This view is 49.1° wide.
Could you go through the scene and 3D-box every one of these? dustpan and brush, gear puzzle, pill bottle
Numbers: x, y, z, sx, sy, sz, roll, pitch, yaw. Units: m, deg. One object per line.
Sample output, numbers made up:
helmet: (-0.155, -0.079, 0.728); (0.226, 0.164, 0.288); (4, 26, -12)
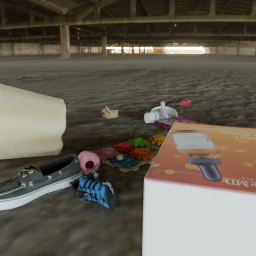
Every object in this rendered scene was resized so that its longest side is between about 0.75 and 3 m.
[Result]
dustpan and brush: (1.594, -0.819, 12.695); (1.197, 0.491, 1.715); (1, 17, 4)
gear puzzle: (0.399, 0.563, 8.289); (1.413, 0.357, 2.728); (18, 23, 39)
pill bottle: (1.138, -0.459, 11.531); (0.865, 0.492, 0.492); (-8, 19, -25)

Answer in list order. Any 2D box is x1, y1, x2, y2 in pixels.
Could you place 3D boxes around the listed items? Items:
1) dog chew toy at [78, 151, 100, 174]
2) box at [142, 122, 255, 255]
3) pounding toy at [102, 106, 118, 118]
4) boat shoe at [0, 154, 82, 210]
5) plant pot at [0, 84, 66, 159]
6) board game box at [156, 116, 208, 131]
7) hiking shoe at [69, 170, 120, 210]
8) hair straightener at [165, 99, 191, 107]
dog chew toy: (-1.059, 0.839, 7.256); (0.571, 0.571, 0.916); (-5, 10, -17)
box: (1.625, 1.050, 4.839); (2.180, 1.522, 2.863); (5, 18, 16)
pounding toy: (-0.755, -0.757, 12.384); (0.554, 0.555, 0.968); (-15, 23, -30)
boat shoe: (-2.043, 1.110, 6.158); (2.238, 0.633, 0.768); (-14, 22, -39)
plant pot: (-2.987, -0.105, 7.823); (2.254, 2.463, 2.463); (6, 14, -22)
board game box: (2.173, -0.053, 10.618); (1.169, 0.314, 1.947); (-9, 19, -40)
hiking shoe: (-0.679, 1.351, 5.711); (0.663, 0.569, 1.529); (-17, 13, -24)
hair straightener: (2.520, -1.289, 14.703); (1.556, 0.318, 0.599); (-14, 21, -26)
